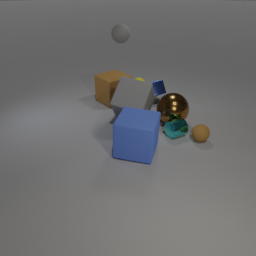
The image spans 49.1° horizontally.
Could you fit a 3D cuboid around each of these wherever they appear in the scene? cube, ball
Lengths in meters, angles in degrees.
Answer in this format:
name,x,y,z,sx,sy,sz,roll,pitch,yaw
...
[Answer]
name,x,y,z,sx,sy,sz,roll,pitch,yaw
cube,-0.739,-2.021,14.280,1.400,1.400,1.400,-21,35,-32
cube,1.421,-1.966,14.022,0.700,0.700,0.700,-17,5,-6
ball,-0.275,-3.512,10.438,0.700,0.700,0.700,0,28,0
ball,2.840,0.195,10.936,0.700,0.700,0.700,0,28,0
ball,1.930,-0.819,12.076,1.400,1.400,1.400,0,28,0
cube,0.321,0.233,9.994,1.400,1.400,1.400,9,31,12
cube,0.231,-1.147,11.947,1.400,1.400,1.400,17,73,14

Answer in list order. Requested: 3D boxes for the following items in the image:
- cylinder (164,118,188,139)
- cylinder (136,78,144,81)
name,x,y,z,sx,sy,sz,roll,pitch,yaw
cylinder,1.939,0.010,11.275,0.700,0.700,0.700,-15,32,-26
cylinder,0.469,-2.256,14.964,0.700,0.700,0.700,18,36,30
